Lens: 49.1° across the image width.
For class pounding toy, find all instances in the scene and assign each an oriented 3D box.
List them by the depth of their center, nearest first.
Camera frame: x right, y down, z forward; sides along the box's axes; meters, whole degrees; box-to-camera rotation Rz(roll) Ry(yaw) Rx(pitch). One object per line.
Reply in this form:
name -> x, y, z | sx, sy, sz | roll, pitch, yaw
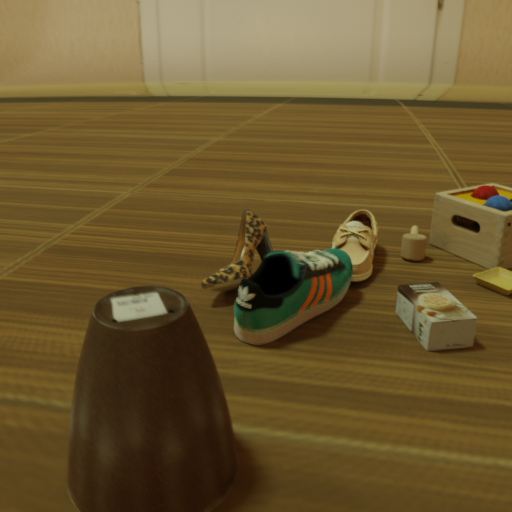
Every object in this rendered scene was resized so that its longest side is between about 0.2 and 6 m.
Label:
pounding toy -> 3.893, -0.688, 10.611 | 2.657, 1.215, 2.334 | -11, 25, -27

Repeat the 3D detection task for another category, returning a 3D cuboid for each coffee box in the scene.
coffee box -> 2.475, 0.821, 7.849 | 0.663, 0.462, 1.159 | -3, 22, -9

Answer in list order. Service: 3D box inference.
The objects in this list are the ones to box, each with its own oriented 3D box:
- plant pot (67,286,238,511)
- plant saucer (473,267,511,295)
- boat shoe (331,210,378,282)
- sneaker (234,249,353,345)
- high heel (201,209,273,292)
plant pot -> -0.997, 1.223, 5.126 | 1.627, 1.741, 1.627 | -1, 22, 0
plant saucer -> 4.056, 0.435, 9.220 | 0.696, 0.169, 0.696 | -13, 26, -29
boat shoe -> 1.729, -0.246, 10.054 | 0.857, 0.804, 2.324 | 5, 22, 14
sneaker -> 0.648, 0.312, 8.101 | 0.878, 0.984, 2.461 | 25, 39, 32
high heel -> -0.408, -0.102, 9.095 | 1.691, 1.206, 0.604 | -17, -9, -44
